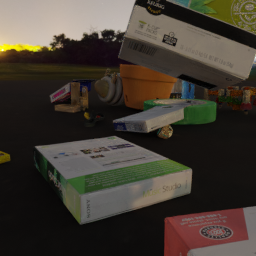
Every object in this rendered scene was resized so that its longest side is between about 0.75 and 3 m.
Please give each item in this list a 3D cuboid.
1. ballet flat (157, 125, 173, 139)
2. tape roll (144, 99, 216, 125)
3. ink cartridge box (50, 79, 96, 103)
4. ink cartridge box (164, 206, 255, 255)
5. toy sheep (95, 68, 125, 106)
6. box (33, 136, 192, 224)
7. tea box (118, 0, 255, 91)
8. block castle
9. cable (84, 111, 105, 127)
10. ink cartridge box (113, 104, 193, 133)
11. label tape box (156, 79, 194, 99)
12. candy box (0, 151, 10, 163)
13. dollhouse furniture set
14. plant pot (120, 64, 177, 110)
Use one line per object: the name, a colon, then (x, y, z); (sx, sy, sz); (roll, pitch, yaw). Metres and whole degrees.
ballet flat: (0.958, 0.094, 7.058); (0.316, 0.341, 0.968); (29, 20, 7)
tape roll: (1.747, -0.617, 9.597); (2.433, 0.585, 2.433); (0, 12, 0)
ink cartridge box: (-2.683, -1.770, 13.520); (1.193, 0.467, 2.519); (-10, -7, -41)
ink cartridge box: (1.044, 1.093, 1.140); (1.203, 0.697, 2.065); (-2, 11, -12)
toy sheep: (-0.499, -1.769, 12.741); (2.376, 1.638, 1.638); (4, 6, -39)
box: (-0.380, 0.602, 4.268); (1.608, 0.405, 2.228); (-7, 12, -29)
tea box: (1.508, -2.627, 6.508); (2.736, 2.692, 1.828); (18, -3, -5)
block castle: (4.137, -1.107, 11.117); (1.367, 0.960, 2.046); (-14, 16, -38)
cable: (-1.074, -0.220, 8.805); (0.663, 0.344, 1.366); (13, 22, -10)
ink cartridge box: (0.657, -0.267, 7.449); (1.606, 0.326, 1.603); (-20, 12, -29)
label tape box: (2.400, -2.031, 14.298); (1.976, 1.416, 0.653); (2, 12, 9)
candy box: (-2.729, 0.594, 4.864); (0.578, 0.149, 1.130); (7, 13, 40)
dollhouse furniture set: (-2.312, -1.310, 11.649); (1.267, 1.086, 1.333); (7, 14, 30)
plant pot: (0.783, -1.680, 11.605); (2.411, 1.688, 2.411); (6, 13, -1)
